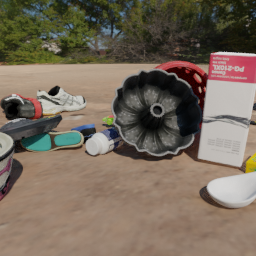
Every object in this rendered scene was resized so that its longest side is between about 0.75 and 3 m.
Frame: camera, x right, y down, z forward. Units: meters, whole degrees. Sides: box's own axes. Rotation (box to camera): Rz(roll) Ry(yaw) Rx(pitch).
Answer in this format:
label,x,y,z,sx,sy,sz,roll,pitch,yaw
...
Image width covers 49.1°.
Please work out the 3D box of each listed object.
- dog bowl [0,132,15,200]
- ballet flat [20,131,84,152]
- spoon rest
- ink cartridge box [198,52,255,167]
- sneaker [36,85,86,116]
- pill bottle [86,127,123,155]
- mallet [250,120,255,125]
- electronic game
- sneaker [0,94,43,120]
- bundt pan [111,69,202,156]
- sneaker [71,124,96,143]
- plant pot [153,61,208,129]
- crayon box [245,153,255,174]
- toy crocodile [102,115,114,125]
label,x,y,z,sx,sy,sz,roll,pitch,yaw
dog bowl,-3.790,0.952,5.633,2.947,1.086,2.947,0,17,0
ballet flat,-2.257,0.402,8.497,1.844,0.641,0.641,-1,16,-4
spoon rest,2.517,1.198,5.712,1.887,0.572,0.937,-4,17,-16
ink cartridge box,2.795,-0.619,7.767,1.183,2.804,2.030,9,18,21
sneaker,-3.082,-1.424,13.419,1.083,1.255,2.862,9,17,34
pill bottle,-0.685,0.401,8.278,0.642,0.642,1.157,11,20,33
mallet,4.568,-0.423,11.680,1.888,0.389,0.622,16,28,34
electronic game,-3.398,0.019,8.629,2.765,0.575,2.765,-13,7,2
sneaker,-4.980,-0.934,12.228,2.686,0.949,1.312,14,19,35
bundt pan,0.758,-0.351,8.192,2.624,2.624,0.985,-3,-18,-10
sneaker,-1.475,0.227,9.197,0.515,0.572,1.469,-8,-3,-31
plant pot,1.480,-1.117,10.167,2.546,2.546,2.319,-3,13,-10
crayon box,3.630,0.926,7.020,0.994,0.336,1.152,13,21,37
toy crocodile,-0.476,-0.325,10.596,1.144,0.353,0.386,6,25,34
